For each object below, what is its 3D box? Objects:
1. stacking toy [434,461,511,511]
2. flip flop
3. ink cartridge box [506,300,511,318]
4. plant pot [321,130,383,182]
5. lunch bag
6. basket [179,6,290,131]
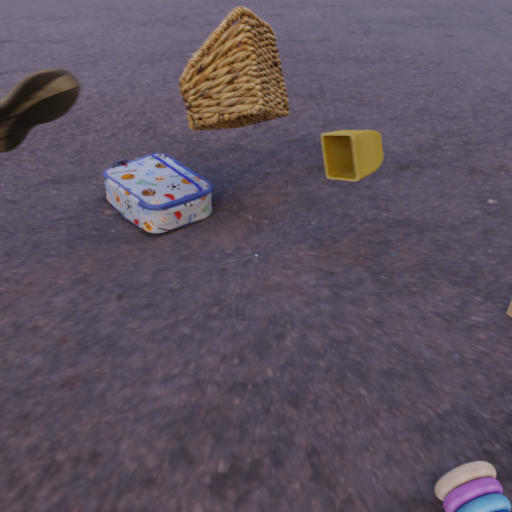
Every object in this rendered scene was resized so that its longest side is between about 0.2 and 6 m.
[{"bbox_3d":[2.902,3.479,6.598,0.814,0.814,1.907,-10,46,-12],"label":"stacking toy"},{"bbox_3d":[-3.707,-2.402,9.062,2.005,0.813,0.577,-31,46,24],"label":"flip flop"},{"bbox_3d":[5.258,1.100,9.847,1.004,0.458,1.219,-15,41,-20],"label":"ink cartridge box"},{"bbox_3d":[1.842,-1.925,10.320,0.882,0.862,0.856,-23,22,-29],"label":"plant pot"},{"bbox_3d":[-2.256,-1.545,12.950,1.989,0.938,2.482,-25,45,-31],"label":"lunch bag"},{"bbox_3d":[-0.543,-3.519,11.001,1.799,1.878,2.521,-9,10,18],"label":"basket"}]
